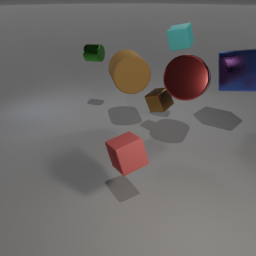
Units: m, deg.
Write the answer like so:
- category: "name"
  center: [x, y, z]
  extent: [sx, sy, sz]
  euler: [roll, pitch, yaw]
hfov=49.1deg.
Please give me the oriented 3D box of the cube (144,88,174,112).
- category: "cube"
  center: [1.179, -1.053, 10.561]
  extent: [0.700, 0.700, 0.700]
  euler: [4, 34, 48]

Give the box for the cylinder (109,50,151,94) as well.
- category: "cylinder"
  center: [0.032, -2.163, 10.688]
  extent: [1.400, 1.400, 1.400]
  euler: [-5, 26, -10]

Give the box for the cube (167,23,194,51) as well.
- category: "cube"
  center: [1.834, -3.180, 9.777]
  extent: [0.700, 0.700, 0.700]
  euler: [0, 34, 28]

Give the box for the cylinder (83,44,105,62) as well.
- category: "cylinder"
  center: [-1.421, -3.146, 11.752]
  extent: [0.700, 0.700, 0.700]
  euler: [7, 28, 19]

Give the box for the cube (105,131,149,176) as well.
- category: "cube"
  center: [-0.031, 0.591, 6.668]
  extent: [0.700, 0.700, 0.700]
  euler: [-24, 23, -19]

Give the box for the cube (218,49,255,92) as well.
- category: "cube"
  center: [4.258, -2.146, 10.303]
  extent: [1.400, 1.400, 1.400]
  euler: [7, 19, 38]

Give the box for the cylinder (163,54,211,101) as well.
- category: "cylinder"
  center: [1.965, -1.627, 9.161]
  extent: [1.400, 1.400, 1.400]
  euler: [9, 11, 17]
